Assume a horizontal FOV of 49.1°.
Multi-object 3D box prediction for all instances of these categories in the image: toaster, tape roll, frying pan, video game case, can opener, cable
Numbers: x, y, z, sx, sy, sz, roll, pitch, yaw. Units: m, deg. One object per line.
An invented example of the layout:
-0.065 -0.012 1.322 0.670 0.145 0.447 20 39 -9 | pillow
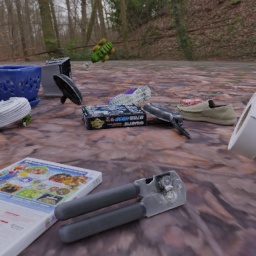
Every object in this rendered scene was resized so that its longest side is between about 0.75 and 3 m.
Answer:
-3.664 -2.585 14.750 1.235 2.081 1.881 -1 24 4 | toaster
2.248 -0.071 4.976 0.432 1.236 1.236 27 24 13 | tape roll
-2.237 -1.267 10.979 1.488 2.461 0.400 40 72 15 | frying pan
1.207 -0.400 9.284 1.550 0.417 2.563 19 13 -2 | frying pan
-1.929 1.213 4.752 1.934 0.243 2.701 7 18 23 | video game case
-0.056 1.216 4.512 2.266 0.604 0.758 -10 -13 -28 | can opener
-4.114 -0.490 9.318 1.703 0.590 1.703 1 28 39 | cable

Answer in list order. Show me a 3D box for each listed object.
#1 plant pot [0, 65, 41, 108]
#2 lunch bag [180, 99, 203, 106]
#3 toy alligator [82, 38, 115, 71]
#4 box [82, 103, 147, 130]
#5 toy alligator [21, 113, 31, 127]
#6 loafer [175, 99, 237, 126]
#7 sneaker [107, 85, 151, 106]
-4.839 -1.635 11.589 1.978 1.778 1.978 4 17 12 | plant pot
2.713 -1.047 12.049 0.938 0.384 0.826 -4 17 -12 | lunch bag
-0.847 -2.316 8.754 0.391 0.539 1.626 -23 29 48 | toy alligator
-0.538 -0.443 9.850 2.036 0.468 1.618 -5 18 -15 | box
-3.506 -0.263 9.528 0.238 0.328 0.990 -2 17 -6 | toy alligator
2.761 -0.650 10.047 2.248 0.768 0.851 11 20 32 | loafer
-0.110 -1.075 11.683 2.234 0.777 1.111 -26 9 -38 | sneaker
